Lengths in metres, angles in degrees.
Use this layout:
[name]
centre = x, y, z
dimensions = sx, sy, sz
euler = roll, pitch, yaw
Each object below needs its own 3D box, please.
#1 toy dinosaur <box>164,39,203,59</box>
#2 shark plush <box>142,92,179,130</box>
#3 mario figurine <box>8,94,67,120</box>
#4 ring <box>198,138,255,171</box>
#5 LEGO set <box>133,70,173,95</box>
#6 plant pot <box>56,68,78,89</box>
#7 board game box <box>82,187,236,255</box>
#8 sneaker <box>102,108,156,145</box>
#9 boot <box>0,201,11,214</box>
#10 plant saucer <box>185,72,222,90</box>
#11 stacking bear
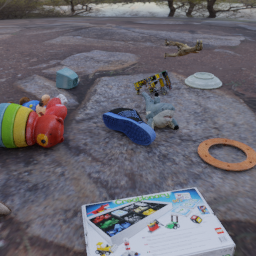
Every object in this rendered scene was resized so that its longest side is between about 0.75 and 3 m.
[toy dinosaur]
centre = 1.683, -2.442, 8.823
dimensions = 1.066, 0.614, 2.109
euler = 5, 14, -5
[shark plush]
centre = 1.302, -0.886, 11.562
dimensions = 1.329, 1.218, 2.924
euler = -2, 28, -3
[mario figurine]
centre = -3.636, -0.951, 11.295
dimensions = 2.842, 1.507, 1.755
euler = 8, 61, 31
[ring]
centre = 3.301, 0.879, 9.347
dimensions = 1.917, 0.184, 1.917
euler = 1, 28, 0
[LEGO set]
centre = 1.352, -2.099, 14.433
dimensions = 1.528, 1.151, 1.987
euler = -16, 8, 42
[plant pot]
centre = -3.263, -2.645, 15.307
dimensions = 0.950, 0.930, 0.933
euler = 20, 32, 15
[board game box]
centre = 0.541, 2.295, 6.265
dimensions = 2.969, 0.514, 1.874
euler = -6, 28, -11
[sneaker]
centre = 0.195, -0.215, 10.590
dimensions = 1.047, 0.942, 2.687
euler = -30, 38, -32
[boot]
centre = -3.654, 2.111, 6.799
dimensions = 1.297, 0.455, 0.948
euler = 11, 36, 23
[plant saucer]
centre = 4.291, -2.760, 15.899
dimensions = 2.076, 0.521, 2.076
euler = 0, 27, 0
[stacking bear]
centre = -3.700, -0.012, 9.699
dimensions = 2.913, 1.769, 1.657
euler = 7, 29, -4
